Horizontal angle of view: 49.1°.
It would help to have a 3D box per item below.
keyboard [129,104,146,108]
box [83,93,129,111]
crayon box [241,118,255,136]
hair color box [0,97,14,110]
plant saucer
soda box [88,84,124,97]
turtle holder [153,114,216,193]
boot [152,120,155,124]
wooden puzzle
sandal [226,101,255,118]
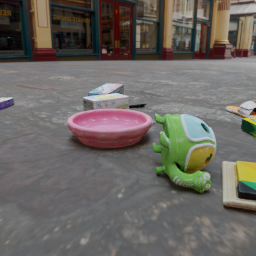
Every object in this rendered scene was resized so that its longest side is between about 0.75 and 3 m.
[{"bbox_3d":[0.464,-1.047,13.668,0.903,0.179,0.470,-8,-4,-21],"label":"keyboard"},{"bbox_3d":[-0.898,-0.894,11.807,1.723,0.873,0.969,-12,21,-34],"label":"box"},{"bbox_3d":[4.958,0.004,9.615,1.541,0.449,1.330,-3,19,-9],"label":"crayon box"},{"bbox_3d":[-6.194,-1.202,13.666,0.668,0.396,1.222,2,15,9],"label":"hair color box"},{"bbox_3d":[-0.589,-0.016,9.265,2.754,0.698,2.754,1,17,0],"label":"plant saucer"},{"bbox_3d":[-1.009,-1.541,13.831,1.007,0.936,2.945,4,17,12],"label":"soda box"},{"bbox_3d":[1.336,0.446,6.498,1.343,1.437,1.891,0,16,-3],"label":"turtle holder"},{"bbox_3d":[0.705,-0.378,11.033,0.770,0.348,0.280,5,18,16],"label":"boot"},{"bbox_3d":[3.001,1.173,5.920,1.902,0.383,2.056,5,18,16],"label":"wooden puzzle"},{"bbox_3d":[5.086,-0.869,12.140,0.846,0.632,2.207,-7,18,-22],"label":"sandal"}]
